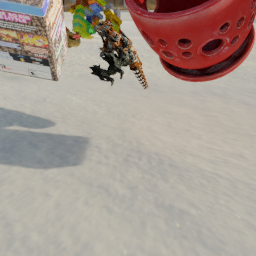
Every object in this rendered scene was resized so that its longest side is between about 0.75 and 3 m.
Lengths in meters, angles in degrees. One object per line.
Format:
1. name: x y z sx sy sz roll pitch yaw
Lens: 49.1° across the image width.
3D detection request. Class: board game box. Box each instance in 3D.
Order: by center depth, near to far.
1. board game box: -1.720 -1.601 4.272 1.336 1.676 0.812 10 66 -3

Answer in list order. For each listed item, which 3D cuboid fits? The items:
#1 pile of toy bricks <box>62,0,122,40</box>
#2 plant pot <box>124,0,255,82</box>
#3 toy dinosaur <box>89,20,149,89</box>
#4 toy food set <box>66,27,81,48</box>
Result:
1. pile of toy bricks: -1.166 -2.762 7.033 1.285 1.143 2.316 -5 -11 30
2. plant pot: 1.623 -2.750 6.715 2.839 2.585 2.839 -10 62 19
3. toy dinosaur: -0.079 -0.875 3.408 0.942 0.481 0.640 36 56 8
4. toy food set: -1.944 -2.665 7.778 1.168 0.284 1.156 55 36 5
